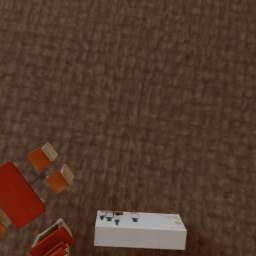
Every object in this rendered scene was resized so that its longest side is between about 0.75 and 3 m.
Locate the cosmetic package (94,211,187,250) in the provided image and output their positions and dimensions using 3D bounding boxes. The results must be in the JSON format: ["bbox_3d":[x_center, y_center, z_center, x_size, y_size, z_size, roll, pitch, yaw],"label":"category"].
[{"bbox_3d":[0.308,2.732,7.592,2.350,0.970,0.595,3,100,-3],"label":"cosmetic package"}]

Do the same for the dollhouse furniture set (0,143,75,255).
[{"bbox_3d":[-2.570,2.171,7.207,2.786,1.435,2.756,-36,98,-7],"label":"dollhouse furniture set"}]
